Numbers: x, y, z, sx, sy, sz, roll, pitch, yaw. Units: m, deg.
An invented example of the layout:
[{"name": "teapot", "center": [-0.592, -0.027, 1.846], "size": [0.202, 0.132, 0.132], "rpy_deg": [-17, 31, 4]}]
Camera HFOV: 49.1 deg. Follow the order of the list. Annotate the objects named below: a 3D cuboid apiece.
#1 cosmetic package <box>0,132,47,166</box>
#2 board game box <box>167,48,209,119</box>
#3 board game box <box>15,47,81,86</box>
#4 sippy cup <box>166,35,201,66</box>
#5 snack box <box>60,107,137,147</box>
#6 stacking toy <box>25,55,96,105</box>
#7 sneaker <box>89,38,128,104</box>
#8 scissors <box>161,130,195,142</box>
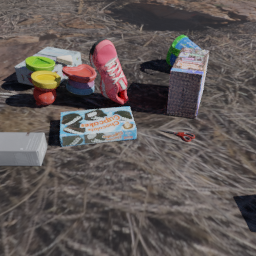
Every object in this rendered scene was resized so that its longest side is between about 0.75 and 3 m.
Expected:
[{"name": "cosmetic package", "center": [-3.369, 0.632, 8.453], "size": [1.628, 0.734, 0.869], "rpy_deg": [1, 40, -3]}, {"name": "board game box", "center": [2.320, -1.777, 10.721], "size": [1.101, 1.813, 2.274], "rpy_deg": [11, 38, 15]}, {"name": "board game box", "center": [-3.613, -2.846, 12.993], "size": [1.876, 0.817, 2.543], "rpy_deg": [14, 38, 18]}, {"name": "sippy cup", "center": [2.845, -3.387, 13.279], "size": [1.461, 1.566, 1.994], "rpy_deg": [38, 60, 26]}, {"name": "snack box", "center": [-1.041, -0.095, 9.613], "size": [2.484, 0.461, 1.443], "rpy_deg": [-6, 37, -8]}, {"name": "stacking toy", "center": [-2.891, -2.001, 11.673], "size": [2.762, 1.167, 2.500], "rpy_deg": [-13, 41, -35]}, {"name": "sneaker", "center": [-0.483, -1.959, 10.136], "size": [1.043, 2.830, 1.227], "rpy_deg": [-39, 57, -16]}, {"name": "scissors", "center": [1.679, 0.177, 9.594], "size": [1.215, 0.085, 0.444], "rpy_deg": [22, 44, 28]}]
